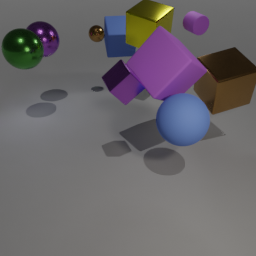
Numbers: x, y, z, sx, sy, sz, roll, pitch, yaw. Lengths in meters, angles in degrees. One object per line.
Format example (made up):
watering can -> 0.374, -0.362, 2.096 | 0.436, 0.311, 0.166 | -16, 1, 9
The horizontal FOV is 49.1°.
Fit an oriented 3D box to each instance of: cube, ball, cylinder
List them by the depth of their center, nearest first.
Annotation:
cube -> -0.119, -1.159, 7.135 | 0.700, 0.700, 0.700 | -41, 45, 12
ball -> 1.440, -0.215, 7.414 | 1.400, 1.400, 1.400 | 0, 30, 0
cube -> 1.107, -1.726, 7.969 | 1.400, 1.400, 1.400 | 54, 25, 21
cube -> 3.118, -1.533, 9.112 | 1.400, 1.400, 1.400 | -17, 49, -8
ball -> -3.689, -2.769, 9.856 | 1.400, 1.400, 1.400 | 0, 30, 0
cylinder -> 2.491, -3.851, 10.293 | 0.700, 0.700, 0.700 | -13, 38, -21
cube -> 0.852, -4.115, 11.297 | 1.400, 1.400, 1.400 | 27, 54, 22
ball -> -3.497, -3.591, 11.376 | 1.400, 1.400, 1.400 | 0, 30, 0
ball -> -1.344, -4.046, 12.019 | 0.700, 0.700, 0.700 | 0, 30, 0
cube -> -0.388, -4.466, 13.687 | 1.400, 1.400, 1.400 | -6, 58, -9
